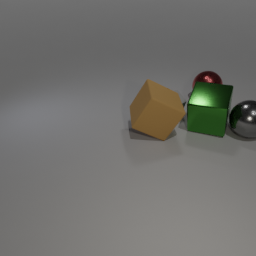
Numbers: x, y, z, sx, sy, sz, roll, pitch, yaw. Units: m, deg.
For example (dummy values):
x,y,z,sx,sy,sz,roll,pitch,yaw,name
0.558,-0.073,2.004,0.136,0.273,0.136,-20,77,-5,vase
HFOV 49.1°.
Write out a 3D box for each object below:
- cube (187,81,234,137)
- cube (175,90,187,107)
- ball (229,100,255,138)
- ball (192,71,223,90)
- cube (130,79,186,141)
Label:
x,y,z,sx,sy,sz,roll,pitch,yaw,name
3.083,-0.729,10.574,1.400,1.400,1.400,11,49,22,cube
1.897,-1.034,11.694,0.700,0.700,0.700,-25,65,-17,cube
4.450,-0.326,10.283,1.400,1.400,1.400,0,29,0,ball
3.754,-1.996,13.259,1.400,1.400,1.400,0,29,0,ball
1.016,-0.657,10.201,1.400,1.400,1.400,22,33,-19,cube
